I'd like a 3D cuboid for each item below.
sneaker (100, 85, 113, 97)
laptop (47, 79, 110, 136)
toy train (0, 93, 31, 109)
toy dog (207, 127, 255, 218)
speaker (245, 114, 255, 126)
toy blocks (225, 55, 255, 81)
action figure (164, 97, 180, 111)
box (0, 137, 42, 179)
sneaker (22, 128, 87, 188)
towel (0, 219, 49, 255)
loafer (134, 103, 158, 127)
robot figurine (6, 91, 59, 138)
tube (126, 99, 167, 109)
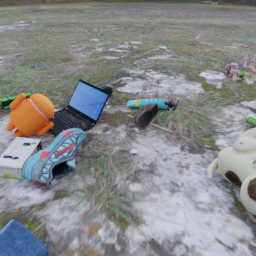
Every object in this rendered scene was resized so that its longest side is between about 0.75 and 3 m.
[{"bbox_3d":[-1.518,-1.727,13.568,1.752,0.661,0.694,-22,35,-33],"label":"sneaker"},{"bbox_3d":[-2.312,-0.851,11.506,2.444,1.262,2.166,-25,39,-36],"label":"laptop"},{"bbox_3d":[-5.544,-1.188,12.876,2.348,0.490,0.662,-19,25,-29],"label":"toy train"},{"bbox_3d":[3.459,1.292,7.666,2.236,1.609,2.306,-10,32,4],"label":"toy dog"},{"bbox_3d":[5.221,-0.253,11.351,0.397,0.397,0.898,-18,35,-28],"label":"speaker"},{"bbox_3d":[6.530,-3.569,16.032,1.420,1.279,1.519,0,31,0],"label":"toy blocks"},{"bbox_3d":[1.703,-0.984,10.990,0.592,0.508,0.995,10,-10,11],"label":"action figure"},{"bbox_3d":[-3.557,0.952,9.203,0.930,0.479,1.594,5,31,3],"label":"box"},{"bbox_3d":[-2.033,1.004,8.932,1.218,1.011,2.549,28,47,20],"label":"sneaker"},{"bbox_3d":[-2.894,2.992,5.741,1.306,0.568,2.339,22,37,31],"label":"towel"},{"bbox_3d":[0.675,-0.555,11.743,0.630,0.648,1.774,6,24,29],"label":"loafer"},{"bbox_3d":[-3.615,-0.477,10.590,1.992,1.162,1.433,-42,76,-4],"label":"robot figurine"},{"bbox_3d":[0.878,-1.107,12.807,1.853,0.467,0.718,1,18,10],"label":"tube"}]
